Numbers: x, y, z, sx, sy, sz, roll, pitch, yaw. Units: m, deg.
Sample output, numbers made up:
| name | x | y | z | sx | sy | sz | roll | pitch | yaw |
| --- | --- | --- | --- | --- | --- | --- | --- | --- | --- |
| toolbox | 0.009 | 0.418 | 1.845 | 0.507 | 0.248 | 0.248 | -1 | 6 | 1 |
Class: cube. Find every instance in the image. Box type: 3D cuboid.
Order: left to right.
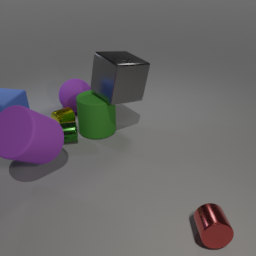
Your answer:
| name | x | y | z | sx | sy | sz | roll | pitch | yaw |
| --- | --- | --- | --- | --- | --- | --- | --- | --- | --- |
| cube | -4.607 | -0.548 | 10.316 | 1.400 | 1.400 | 1.400 | 5 | 31 | 12 |
| cube | -0.306 | -1.776 | 9.723 | 1.400 | 1.400 | 1.400 | -13 | 37 | -37 |

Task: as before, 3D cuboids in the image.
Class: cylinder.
| name | x | y | z | sx | sy | sz | roll | pitch | yaw |
| --- | --- | --- | --- | --- | --- | --- | --- | --- | --- |
| cylinder | -2.720 | 0.230 | 7.698 | 1.400 | 1.400 | 1.400 | 13 | -8 | 22 |
| cylinder | -2.506 | -0.399 | 10.839 | 0.700 | 0.700 | 0.700 | -24 | 38 | -35 |
| cylinder | -2.146 | 0.158 | 9.836 | 0.700 | 0.700 | 0.700 | -7 | 30 | -7 |
| cylinder | -1.154 | -0.527 | 10.347 | 1.400 | 1.400 | 1.400 | 0 | 29 | 0 |
| cylinder | 1.892 | 2.169 | 6.250 | 0.700 | 0.700 | 0.700 | -1 | 21 | -1 |

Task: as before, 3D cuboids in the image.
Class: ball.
| name | x | y | z | sx | sy | sz | roll | pitch | yaw |
| --- | --- | --- | --- | --- | --- | --- | --- | --- | --- |
| ball | -2.177 | -1.354 | 11.693 | 1.400 | 1.400 | 1.400 | 0 | 30 | 0 |
